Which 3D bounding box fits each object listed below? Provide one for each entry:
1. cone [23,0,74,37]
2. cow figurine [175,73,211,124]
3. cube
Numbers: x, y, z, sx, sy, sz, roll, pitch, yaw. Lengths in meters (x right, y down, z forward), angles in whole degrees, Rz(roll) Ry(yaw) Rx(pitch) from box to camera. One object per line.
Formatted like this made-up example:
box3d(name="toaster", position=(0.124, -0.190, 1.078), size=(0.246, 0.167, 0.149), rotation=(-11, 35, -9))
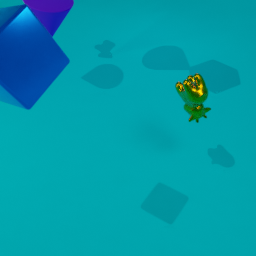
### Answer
box3d(name="cone", position=(-2.170, -2.911, 7.660), size=(1.291, 1.296, 1.291), rotation=(8, 49, -9))
box3d(name="cow figurine", position=(1.312, -0.537, 5.414), size=(0.537, 0.979, 0.963), rotation=(-30, 97, -2))
box3d(name="cube", position=(-1.258, -0.755, 3.015), size=(0.748, 0.748, 0.748), rotation=(15, 63, 40))
